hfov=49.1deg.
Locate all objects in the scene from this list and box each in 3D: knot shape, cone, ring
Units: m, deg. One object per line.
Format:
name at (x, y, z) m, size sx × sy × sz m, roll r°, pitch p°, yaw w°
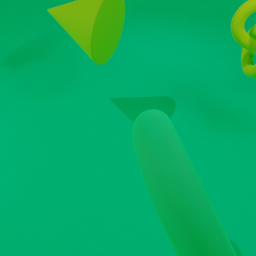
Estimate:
knot shape at (2.422, -1.497, 5.029) m, size 0.654 × 1.325 × 1.416 m, roll -36°, pitch 77°, yaw -18°
cone at (-1.103, -2.388, 6.155) m, size 1.577 × 1.571 × 1.571 m, roll 21°, pitch 47°, yaw 13°
ring at (0.523, 0.622, 2.488) m, size 0.344 × 1.720 × 1.720 m, roll -26°, pitch 43°, yaw 9°
